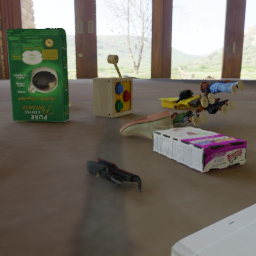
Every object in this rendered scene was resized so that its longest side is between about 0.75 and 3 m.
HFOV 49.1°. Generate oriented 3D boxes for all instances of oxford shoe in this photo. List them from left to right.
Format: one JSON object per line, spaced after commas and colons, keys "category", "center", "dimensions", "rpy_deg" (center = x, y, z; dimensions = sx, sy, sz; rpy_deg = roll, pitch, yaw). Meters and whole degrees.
{"category": "oxford shoe", "center": [0.390, 0.036, 6.461], "dimensions": [0.525, 0.548, 1.484], "rpy_deg": [-19, 0, -44]}

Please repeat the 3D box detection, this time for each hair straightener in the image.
{"category": "hair straightener", "center": [-0.264, 0.715, 4.091], "dimensions": [0.453, 0.241, 1.178], "rpy_deg": [-11, 21, -41]}

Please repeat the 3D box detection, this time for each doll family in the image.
{"category": "doll family", "center": [2.215, -0.811, 8.332], "dimensions": [2.533, 0.994, 1.464], "rpy_deg": [-18, 11, -24]}

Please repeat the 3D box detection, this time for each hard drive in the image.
{"category": "hard drive", "center": [1.488, 1.144, 1.837], "dimensions": [1.352, 0.269, 2.051], "rpy_deg": [-8, 14, -34]}

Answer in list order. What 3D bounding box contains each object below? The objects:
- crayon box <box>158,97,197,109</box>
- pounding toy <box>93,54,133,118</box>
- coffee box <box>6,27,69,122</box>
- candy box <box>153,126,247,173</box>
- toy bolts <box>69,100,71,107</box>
{"category": "crayon box", "center": [2.103, -1.069, 11.916], "dimensions": [1.487, 0.378, 0.944], "rpy_deg": [-6, 14, -30]}
{"category": "pounding toy", "center": [-0.317, -1.575, 10.094], "dimensions": [0.970, 2.120, 1.862], "rpy_deg": [8, 14, 31]}
{"category": "coffee box", "center": [-2.723, -1.587, 8.611], "dimensions": [1.721, 2.799, 0.615], "rpy_deg": [0, 10, 6]}
{"category": "candy box", "center": [1.255, 0.339, 5.164], "dimensions": [0.988, 0.442, 1.449], "rpy_deg": [-6, 13, -26]}
{"category": "toy bolts", "center": [-3.092, -1.147, 12.122], "dimensions": [1.209, 0.878, 1.266], "rpy_deg": [-41, 27, 2]}
